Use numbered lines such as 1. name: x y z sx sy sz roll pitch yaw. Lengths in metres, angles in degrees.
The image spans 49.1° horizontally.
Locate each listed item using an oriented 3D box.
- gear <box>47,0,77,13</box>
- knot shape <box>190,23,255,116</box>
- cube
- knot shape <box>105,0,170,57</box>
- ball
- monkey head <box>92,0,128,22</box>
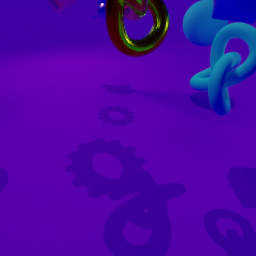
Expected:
1. gear: -0.875 -3.154 5.810 1.875 0.347 1.875 -35 19 14
2. knot shape: 1.371 -0.749 4.046 0.588 1.273 1.191 21 63 -7
3. cube: 2.088 -2.580 5.208 0.818 0.818 0.818 10 65 7
4. knot shape: 0.037 -2.166 4.826 0.930 1.883 2.012 -16 27 26
5. ball: 2.445 -3.309 8.876 1.385 1.385 1.385 0 29 0
6. monkey head: -0.554 -4.136 9.810 1.439 0.867 1.035 13 29 23
